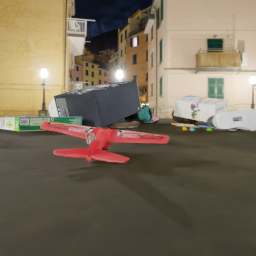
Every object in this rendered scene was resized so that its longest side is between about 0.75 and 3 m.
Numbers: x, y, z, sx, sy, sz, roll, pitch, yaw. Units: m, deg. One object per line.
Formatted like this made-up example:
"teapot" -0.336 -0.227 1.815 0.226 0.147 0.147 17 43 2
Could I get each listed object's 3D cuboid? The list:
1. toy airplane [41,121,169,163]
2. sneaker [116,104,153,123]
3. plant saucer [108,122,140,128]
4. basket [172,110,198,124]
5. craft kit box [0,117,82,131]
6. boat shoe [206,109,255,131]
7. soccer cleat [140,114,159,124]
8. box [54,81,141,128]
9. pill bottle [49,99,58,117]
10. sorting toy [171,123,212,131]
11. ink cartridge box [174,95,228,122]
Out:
"toy airplane" -0.320 0.165 3.539 1.781 0.328 1.781 6 3 0
"sneaker" 0.381 -0.598 13.275 2.225 0.930 1.343 -3 -10 -46
"plant saucer" -0.192 -0.122 11.475 1.393 0.223 1.393 0 2 0
"basket" 3.432 -0.675 16.348 1.263 0.953 1.401 22 0 -21
"craft kit box" -3.147 -0.186 10.016 2.222 0.539 2.195 -2 6 -38
"boat shoe" 3.488 -0.230 9.145 1.998 0.717 0.677 -5 1 -23
"soccer cleat" 1.036 -0.754 16.821 0.937 1.006 2.748 2 3 38
"box" -1.199 -1.022 11.612 2.385 1.364 2.619 2 19 38
"pill bottle" -3.013 -1.020 15.556 1.649 1.649 2.944 1 3 22
"sorting toy" 2.064 -0.003 9.145 0.789 0.191 1.401 7 0 -43
"ink cartridge box" 3.740 -0.909 13.450 2.650 0.899 1.526 14 23 37
